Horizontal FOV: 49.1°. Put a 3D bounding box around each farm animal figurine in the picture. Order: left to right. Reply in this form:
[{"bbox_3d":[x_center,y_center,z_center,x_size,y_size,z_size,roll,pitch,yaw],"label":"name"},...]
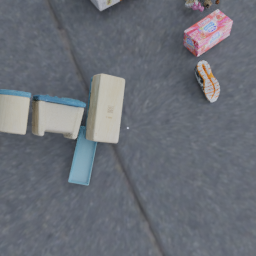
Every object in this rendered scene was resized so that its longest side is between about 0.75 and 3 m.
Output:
[{"bbox_3d":[2.175,-3.775,8.270,1.125,0.566,0.908,-28,63,-7],"label":"farm animal figurine"}]

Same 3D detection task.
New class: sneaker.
[{"bbox_3d":[2.182,-1.279,7.801,0.458,0.452,1.169,-19,92,-11],"label":"sneaker"}]

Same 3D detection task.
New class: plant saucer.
[{"bbox_3d":[-1.157,0.720,7.445,0.537,0.146,1.536,10,75,-2],"label":"plant saucer"}]

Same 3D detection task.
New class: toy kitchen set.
[{"bbox_3d":[-1.932,-0.651,7.323,2.851,2.284,1.680,8,89,-33],"label":"toy kitchen set"}]

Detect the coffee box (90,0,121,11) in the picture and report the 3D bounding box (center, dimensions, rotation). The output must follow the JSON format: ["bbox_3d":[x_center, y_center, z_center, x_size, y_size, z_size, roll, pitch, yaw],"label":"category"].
[{"bbox_3d":[-0.145,-4.558,7.967,2.436,0.971,1.393,-30,60,-8],"label":"coffee box"}]

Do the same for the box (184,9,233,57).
[{"bbox_3d":[2.246,-2.676,7.925,1.236,0.585,0.634,-34,65,-7],"label":"box"}]
